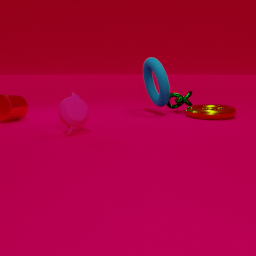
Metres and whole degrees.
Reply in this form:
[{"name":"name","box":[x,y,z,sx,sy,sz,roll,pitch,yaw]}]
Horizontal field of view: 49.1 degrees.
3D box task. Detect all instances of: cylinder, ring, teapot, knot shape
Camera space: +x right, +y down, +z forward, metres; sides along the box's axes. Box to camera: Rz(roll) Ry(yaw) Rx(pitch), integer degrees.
[{"name":"cylinder","box":[-3.979,-0.691,9.437,0.845,0.845,0.845,4,5,19]},{"name":"ring","box":[3.075,-0.620,10.431,1.810,0.362,1.810,-1,12,0]},{"name":"ring","box":[1.072,-1.753,10.825,0.388,1.939,1.939,-18,16,-11]},{"name":"teapot","box":[-1.499,-0.442,7.587,0.835,1.343,0.657,15,-21,-29]},{"name":"knot shape","box":[2.066,-1.118,11.337,1.084,0.535,1.159,-5,-14,9]}]
